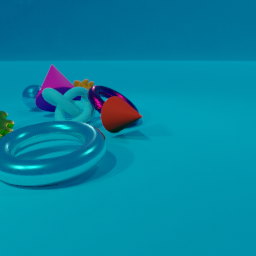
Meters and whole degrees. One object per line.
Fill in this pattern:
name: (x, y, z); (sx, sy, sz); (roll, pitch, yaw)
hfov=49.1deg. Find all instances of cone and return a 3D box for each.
cone: (-2.439, -1.546, 9.410); (1.484, 1.490, 1.484); (-14, -24, -6)
cone: (0.001, -0.289, 6.620); (0.921, 0.918, 0.918); (7, 15, 45)

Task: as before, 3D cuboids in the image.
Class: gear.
gear: (-3.435, -0.167, 6.171); (1.696, 0.314, 1.696); (26, 18, -9)

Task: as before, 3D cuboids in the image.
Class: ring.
ring: (-1.423, 0.373, 5.101); (2.083, 0.417, 2.083); (-2, 23, 1)
ring: (-0.402, -0.672, 8.184); (1.708, 0.342, 1.708); (28, 24, -14)

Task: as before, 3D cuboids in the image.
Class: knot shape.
knot shape: (-1.533, -0.646, 8.158); (1.693, 0.782, 1.584); (40, 31, 23)

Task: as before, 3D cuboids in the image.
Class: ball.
ball: (-3.340, -1.105, 10.062); (0.888, 0.888, 0.888); (0, 15, 0)

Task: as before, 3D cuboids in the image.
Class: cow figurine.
cow figurine: (-1.824, -1.511, 11.227); (1.043, 1.060, 0.582); (-32, -27, 28)
